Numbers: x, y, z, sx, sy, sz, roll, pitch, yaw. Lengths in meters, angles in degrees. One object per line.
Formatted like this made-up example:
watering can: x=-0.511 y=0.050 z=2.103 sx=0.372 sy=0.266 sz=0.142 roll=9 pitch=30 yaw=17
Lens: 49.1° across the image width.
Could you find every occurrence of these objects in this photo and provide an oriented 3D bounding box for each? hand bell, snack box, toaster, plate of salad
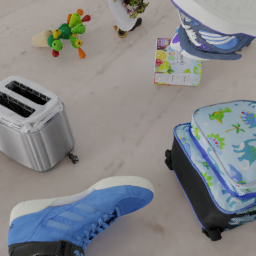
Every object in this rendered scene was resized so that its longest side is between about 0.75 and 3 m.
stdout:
hand bell: x=-0.391 y=-4.045 z=11.435 sx=0.491 sy=0.491 sz=0.944 roll=-19 pitch=39 yaw=-17
snack box: x=1.691 y=-2.335 z=9.670 sx=1.513 sy=0.564 sz=2.128 roll=4 pitch=47 yaw=4
toaster: x=-2.409 y=-0.095 z=6.835 sx=2.610 sy=1.686 sz=1.483 roll=27 pitch=54 yaw=23
plate of salad: x=0.104 y=-4.008 z=7.535 sx=0.640 sy=2.663 sz=2.663 roll=9 pitch=47 yaw=19

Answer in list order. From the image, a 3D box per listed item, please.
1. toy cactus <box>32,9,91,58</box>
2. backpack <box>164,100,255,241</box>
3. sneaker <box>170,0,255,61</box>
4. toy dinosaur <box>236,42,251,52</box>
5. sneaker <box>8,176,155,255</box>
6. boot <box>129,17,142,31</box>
toy cactus: x=-2.477 y=-3.375 z=10.427 sx=2.187 sy=1.355 sz=2.650 roll=-7 pitch=47 yaw=19
backpack: x=2.489 y=0.637 z=5.995 sx=2.646 sy=1.944 sz=2.421 roll=-13 pitch=52 yaw=-17
sneaker: x=1.403 y=-2.116 z=5.914 sx=2.918 sy=2.137 sz=1.176 roll=-1 pitch=80 yaw=-35
toy dinosaur: x=4.041 y=-3.596 z=10.224 sx=2.899 sy=1.482 sz=1.116 roll=2 pitch=47 yaw=3
sneaker: x=-0.784 y=1.984 z=5.249 sx=2.941 sy=1.129 sz=1.636 roll=-11 pitch=42 yaw=-5
boot: x=0.089 y=-4.331 z=11.681 sx=0.443 sy=0.432 sz=1.175 roll=19 pitch=41 yaw=31
